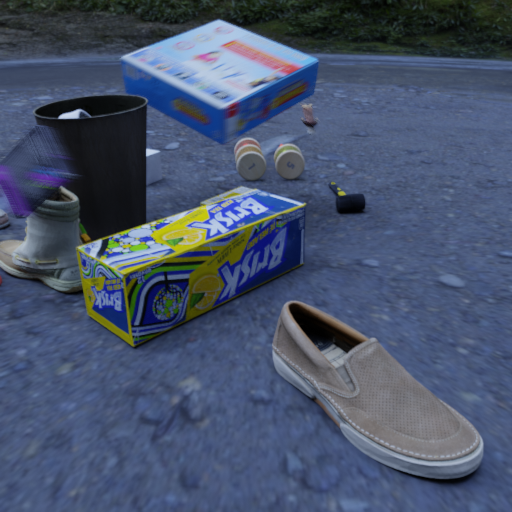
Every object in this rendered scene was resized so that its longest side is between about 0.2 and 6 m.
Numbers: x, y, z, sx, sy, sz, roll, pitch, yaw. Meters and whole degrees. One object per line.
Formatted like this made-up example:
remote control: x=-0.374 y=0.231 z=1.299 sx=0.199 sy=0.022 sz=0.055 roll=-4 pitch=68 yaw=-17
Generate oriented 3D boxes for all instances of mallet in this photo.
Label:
mallet: x=2.105 y=-1.568 z=14.429 sx=0.704 sy=0.440 sz=2.137 roll=-10 pitch=22 yaw=-11

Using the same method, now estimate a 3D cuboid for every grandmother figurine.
grandmother figurine: x=1.461 y=-3.672 z=15.169 sx=0.497 sy=0.820 sz=0.248 roll=15 pitch=38 yaw=42

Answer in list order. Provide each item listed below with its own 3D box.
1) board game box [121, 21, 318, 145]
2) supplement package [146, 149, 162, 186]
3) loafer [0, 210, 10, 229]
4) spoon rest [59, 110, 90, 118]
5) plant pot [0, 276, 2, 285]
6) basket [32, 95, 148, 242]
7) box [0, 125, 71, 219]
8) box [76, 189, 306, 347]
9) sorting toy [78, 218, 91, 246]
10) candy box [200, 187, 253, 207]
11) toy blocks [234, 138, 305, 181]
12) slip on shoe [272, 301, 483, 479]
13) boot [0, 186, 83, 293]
board game box: x=-0.783 y=-3.980 z=12.439 sx=3.115 sy=0.871 sz=3.050 roll=33 pitch=51 yaw=27
supplement package: x=-3.377 y=-2.537 z=15.828 sx=1.117 sy=0.842 sz=0.848 roll=14 pitch=29 yaw=27
loafer: x=-6.762 y=-1.110 z=12.976 sx=2.282 sy=0.717 sz=0.820 roll=10 pitch=27 yaw=20
spoon rest: x=-3.145 y=-2.058 z=11.265 sx=1.193 sy=2.401 sz=0.728 roll=-12 pitch=58 yaw=10
plant pot: x=-5.321 y=0.095 z=9.982 sx=1.280 sy=1.132 sz=1.280 roll=0 pitch=25 yaw=0
basket: x=-3.220 y=-1.702 z=11.704 sx=1.958 sy=2.880 sz=2.597 roll=9 pitch=28 yaw=18
box: x=-3.531 y=-1.300 z=8.801 sx=1.302 sy=0.931 sz=0.235 roll=-31 pitch=-8 yaw=31
box: x=-0.921 y=0.005 z=9.934 sx=1.435 sy=1.317 sz=4.097 roll=22 pitch=34 yaw=40
sorting toy: x=-3.261 y=-0.269 z=10.688 sx=0.208 sy=1.156 sz=1.551 roll=-26 pitch=34 yaw=-22
candy box: x=-0.571 y=-1.403 z=14.185 sx=0.817 sy=0.211 sz=1.599 roll=22 pitch=33 yaw=34
toy blocks: x=0.348 y=-3.024 z=16.836 sx=1.984 sy=0.864 sz=2.380 roll=-2 pitch=25 yaw=-3
slip on shoe: x=1.385 y=1.547 z=7.110 sx=1.199 sy=0.956 sz=3.155 roll=-17 pitch=30 yaw=-31
boot: x=-4.033 y=-0.464 z=10.314 sx=2.373 sy=1.835 sz=0.855 roll=16 pitch=30 yaw=29
